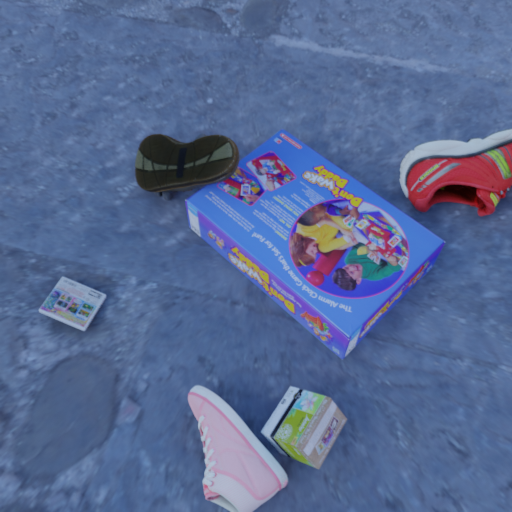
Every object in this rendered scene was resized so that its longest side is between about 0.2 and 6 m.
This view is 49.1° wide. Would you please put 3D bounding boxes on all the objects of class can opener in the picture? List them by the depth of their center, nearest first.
[{"bbox_3d":[-1.589,-1.966,12.004,0.457,0.573,1.714,25,61,15],"label":"can opener"}]

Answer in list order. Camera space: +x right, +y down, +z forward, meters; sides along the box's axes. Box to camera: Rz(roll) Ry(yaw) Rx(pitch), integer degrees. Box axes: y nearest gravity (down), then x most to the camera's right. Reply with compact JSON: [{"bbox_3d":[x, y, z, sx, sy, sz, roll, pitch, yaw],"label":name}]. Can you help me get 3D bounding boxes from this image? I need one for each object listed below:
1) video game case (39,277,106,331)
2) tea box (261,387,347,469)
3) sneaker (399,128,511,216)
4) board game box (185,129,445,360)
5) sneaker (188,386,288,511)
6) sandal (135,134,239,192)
[{"bbox_3d":[-3.362,0.872,10.293,0.905,0.107,0.824,23,51,0],"label":"video game case"},{"bbox_3d":[0.751,2.663,8.770,0.909,0.618,0.924,2,47,48],"label":"tea box"},{"bbox_3d":[4.804,-1.571,11.495,3.603,1.387,1.530,-9,66,4],"label":"sneaker"},{"bbox_3d":[1.034,-0.420,10.794,2.760,0.919,4.104,-40,65,-22],"label":"board game box"},{"bbox_3d":[-0.596,3.038,8.645,1.099,0.791,2.102,-36,68,-26],"label":"sneaker"},{"bbox_3d":[-1.380,-1.830,11.235,3.021,0.824,1.234,2,79,39],"label":"sandal"}]
